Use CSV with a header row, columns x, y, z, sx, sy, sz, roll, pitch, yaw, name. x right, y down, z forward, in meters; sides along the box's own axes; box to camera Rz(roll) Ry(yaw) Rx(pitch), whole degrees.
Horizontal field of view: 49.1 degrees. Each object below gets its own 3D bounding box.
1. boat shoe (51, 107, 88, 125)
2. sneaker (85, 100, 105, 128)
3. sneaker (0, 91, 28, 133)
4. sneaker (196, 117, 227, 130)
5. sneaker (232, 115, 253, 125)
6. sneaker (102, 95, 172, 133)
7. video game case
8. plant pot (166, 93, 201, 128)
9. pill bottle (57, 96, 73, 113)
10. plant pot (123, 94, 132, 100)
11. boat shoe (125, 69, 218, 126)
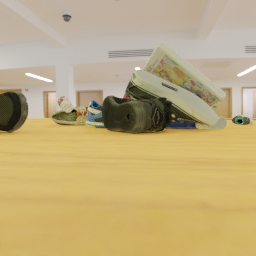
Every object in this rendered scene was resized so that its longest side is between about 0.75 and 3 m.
x,y,z,sx,sy,sz,roll,pitch,yaw,name
-2.237,-0.556,12.561,2.407,0.857,0.753,-5,-9,9,boat shoe
-0.467,-0.496,10.020,2.488,1.023,0.920,4,3,25,sneaker
-3.835,-0.358,7.114,2.772,1.060,1.588,-2,3,33,sneaker
2.779,-0.176,9.436,1.165,0.429,0.673,-4,7,-40,sneaker
5.483,-0.382,13.752,0.593,0.504,1.299,-5,3,-18,sneaker
0.233,-0.395,8.082,1.567,1.046,2.736,1,5,-28,sneaker
1.944,-1.724,10.758,2.917,0.334,2.655,39,-15,-2,video game case
1.833,-0.634,10.154,1.425,1.281,1.424,2,4,42,plant pot
-2.704,-1.017,12.096,0.506,0.506,0.923,-1,24,-27,pill bottle
0.800,-0.961,11.767,1.902,1.902,1.702,0,10,-10,plant pot
1.309,-0.737,8.503,2.896,0.922,1.024,28,33,-3,boat shoe
